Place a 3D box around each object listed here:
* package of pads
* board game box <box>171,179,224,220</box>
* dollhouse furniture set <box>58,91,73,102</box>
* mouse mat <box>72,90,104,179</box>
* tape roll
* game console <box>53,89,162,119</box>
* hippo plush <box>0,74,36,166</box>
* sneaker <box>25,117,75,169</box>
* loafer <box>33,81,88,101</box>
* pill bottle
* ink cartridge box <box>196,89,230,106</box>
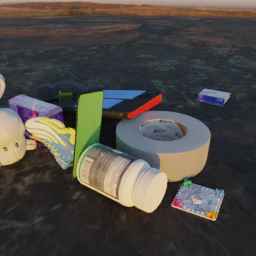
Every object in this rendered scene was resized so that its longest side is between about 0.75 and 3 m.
[{"bbox_3d":[-2.621,-0.258,8.017,1.766,1.064,0.668,17,32,32],"label":"package of pads"},{"bbox_3d":[1.444,1.427,5.734,0.876,0.113,0.876,13,30,25],"label":"board game box"},{"bbox_3d":[-1.713,-1.033,9.949,1.416,0.711,0.928,-5,27,-12],"label":"dollhouse furniture set"},{"bbox_3d":[-0.862,0.080,6.179,0.068,1.804,1.451,9,12,13],"label":"mouse mat"},{"bbox_3d":[0.857,0.356,7.124,2.334,0.771,2.334,0,27,0],"label":"tape roll"},{"bbox_3d":[-0.595,-0.812,8.584,2.824,0.438,2.497,5,17,28],"label":"game console"},{"bbox_3d":[-3.526,0.094,6.736,2.015,2.529,2.034,-27,61,-33],"label":"hippo plush"},{"bbox_3d":[-1.613,0.396,6.612,1.767,0.669,0.928,21,49,-18],"label":"sneaker"},{"bbox_3d":[-2.502,-1.417,10.687,2.152,0.773,0.678,-2,15,11],"label":"loafer"},{"bbox_3d":[-0.136,0.988,5.666,1.690,0.956,0.956,18,32,32],"label":"pill bottle"},{"bbox_3d":[3.304,-1.215,10.871,1.040,0.229,1.059,16,29,27],"label":"ink cartridge box"}]
